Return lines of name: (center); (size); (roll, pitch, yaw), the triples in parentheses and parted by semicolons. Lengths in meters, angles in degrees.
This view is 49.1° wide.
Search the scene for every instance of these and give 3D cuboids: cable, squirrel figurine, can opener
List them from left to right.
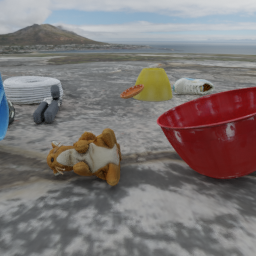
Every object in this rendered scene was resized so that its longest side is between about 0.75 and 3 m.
cable: (-4.509, -1.863, 13.386); (2.747, 0.951, 2.746); (-2, 19, -5)
can opener: (-3.101, -1.029, 10.912); (0.770, 0.965, 2.885); (-2, 19, -6)
squirrel figurine: (-0.956, 0.635, 6.254); (1.512, 1.146, 1.620); (-9, 3, 7)

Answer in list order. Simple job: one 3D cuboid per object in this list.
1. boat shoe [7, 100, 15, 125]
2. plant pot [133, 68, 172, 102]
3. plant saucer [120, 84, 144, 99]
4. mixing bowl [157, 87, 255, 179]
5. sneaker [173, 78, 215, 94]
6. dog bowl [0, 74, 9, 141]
boat shoe: (-4.649, -0.617, 10.198); (0.952, 1.011, 2.815); (33, -4, -27)
plant pot: (1.209, -2.191, 13.682); (1.969, 1.398, 1.969); (0, 19, 0)
plant saucer: (0.186, -1.453, 11.300); (1.042, 0.168, 1.042); (-24, 22, 10)
mixing bowl: (2.102, 0.171, 6.136); (2.696, 1.460, 2.696); (-16, 12, 4)
sneaker: (3.388, -2.139, 14.453); (2.180, 0.834, 0.881); (-7, 21, -14)
dog bowl: (-3.545, -0.589, 7.037); (0.621, 2.504, 1.395); (4, 51, -8)
